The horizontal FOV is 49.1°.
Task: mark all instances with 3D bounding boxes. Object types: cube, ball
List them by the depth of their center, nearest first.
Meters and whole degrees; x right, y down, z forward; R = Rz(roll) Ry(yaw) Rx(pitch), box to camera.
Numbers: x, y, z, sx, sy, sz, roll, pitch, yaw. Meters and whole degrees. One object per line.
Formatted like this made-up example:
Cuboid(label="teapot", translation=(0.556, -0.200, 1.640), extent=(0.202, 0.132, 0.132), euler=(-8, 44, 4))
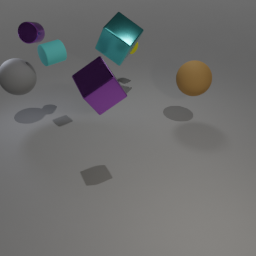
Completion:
Cuboid(label="cube", translation=(-0.560, -0.832, 5.578), extent=(0.700, 0.700, 0.700), euler=(-34, 56, 4))
Cuboid(label="ball", translation=(-4.258, -1.968, 10.806), extent=(1.400, 1.400, 1.400), euler=(0, 31, 0))
Cuboid(label="ball", translation=(2.618, -1.966, 11.135), extent=(1.400, 1.400, 1.400), euler=(0, 31, 0))
Cuboid(label="cube", translation=(-0.400, -3.987, 12.587), extent=(1.400, 1.400, 1.400), euler=(35, 57, -4))

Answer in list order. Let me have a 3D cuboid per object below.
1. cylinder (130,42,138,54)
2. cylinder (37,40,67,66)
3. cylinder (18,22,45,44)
Cuboid(label="cylinder", translation=(0.048, -4.280, 14.443), extent=(0.700, 0.700, 0.700), euler=(37, 45, 24))
Cuboid(label="cylinder", translation=(-2.481, -2.458, 9.159), extent=(0.700, 0.700, 0.700), euler=(-28, 41, -30))
Cuboid(label="cylinder", translation=(-3.332, -3.296, 9.684), extent=(0.700, 0.700, 0.700), euler=(2, 20, 3))
